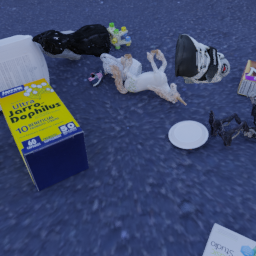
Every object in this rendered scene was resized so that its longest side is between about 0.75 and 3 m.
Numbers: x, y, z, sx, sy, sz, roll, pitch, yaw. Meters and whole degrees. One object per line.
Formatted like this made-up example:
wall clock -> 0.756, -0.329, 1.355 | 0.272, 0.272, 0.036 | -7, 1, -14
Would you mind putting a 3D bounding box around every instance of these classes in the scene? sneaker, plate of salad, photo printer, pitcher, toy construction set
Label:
sneaker -> -1.224, -2.041, 10.830 | 0.353, 0.412, 1.005 | -24, 32, 30
plate of salad -> 1.855, 0.227, 8.628 | 1.196, 0.287, 1.196 | -8, 43, 7
photo printer -> -4.036, -1.832, 9.427 | 2.629, 2.187, 0.913 | -27, 34, -24
sneaker -> 1.326, -1.161, 4.895 | 0.867, 0.726, 1.959 | 8, 6, 22
pitcher -> -0.278, -2.357, 10.657 | 1.461, 1.253, 0.886 | 14, 78, 15
toy construction set -> -1.185, -4.001, 12.547 | 2.398, 1.105, 1.572 | -19, 46, -34

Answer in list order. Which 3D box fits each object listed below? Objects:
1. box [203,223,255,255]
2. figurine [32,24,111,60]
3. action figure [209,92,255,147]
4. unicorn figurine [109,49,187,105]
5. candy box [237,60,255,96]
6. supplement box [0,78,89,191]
box -> 2.104, 2.908, 5.831 | 1.125, 0.283, 1.558 | 20, 48, 21
figurine -> -2.590, -3.136, 10.394 | 2.829, 1.218, 2.761 | 8, 17, 42
action figure -> 3.865, -0.224, 8.399 | 2.559, 1.306, 1.521 | -8, 34, -6
unicorn figurine -> 0.783, -1.764, 9.930 | 2.745, 1.885, 1.014 | -1, 17, 29
candy box -> 5.483, -1.572, 10.176 | 2.593, 0.732, 1.513 | 20, 47, 17
supplement box -> -2.427, 0.061, 7.887 | 1.515, 1.524, 2.784 | -24, 48, -23
